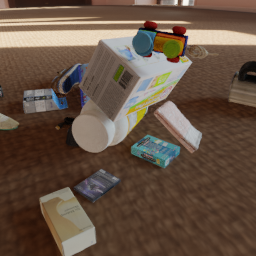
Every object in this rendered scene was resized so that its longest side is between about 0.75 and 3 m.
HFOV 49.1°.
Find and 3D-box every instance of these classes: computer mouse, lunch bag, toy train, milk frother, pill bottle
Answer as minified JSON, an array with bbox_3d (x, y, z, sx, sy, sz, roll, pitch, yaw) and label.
[{"bbox_3d":[-1.945,0.004,9.587,1.214,0.398,1.728,4,30,6],"label":"computer mouse"},{"bbox_3d":[-0.954,-1.719,11.874,2.067,1.292,2.746,-13,41,0],"label":"lunch bag"},{"bbox_3d":[1.014,-1.705,5.887,1.842,0.780,1.066,13,24,9],"label":"toy train"},{"bbox_3d":[5.499,-1.932,11.333,2.097,2.012,2.229,19,37,29],"label":"milk frother"},{"bbox_3d":[-0.519,-0.403,8.955,1.600,1.600,2.837,11,28,19],"label":"pill bottle"}]

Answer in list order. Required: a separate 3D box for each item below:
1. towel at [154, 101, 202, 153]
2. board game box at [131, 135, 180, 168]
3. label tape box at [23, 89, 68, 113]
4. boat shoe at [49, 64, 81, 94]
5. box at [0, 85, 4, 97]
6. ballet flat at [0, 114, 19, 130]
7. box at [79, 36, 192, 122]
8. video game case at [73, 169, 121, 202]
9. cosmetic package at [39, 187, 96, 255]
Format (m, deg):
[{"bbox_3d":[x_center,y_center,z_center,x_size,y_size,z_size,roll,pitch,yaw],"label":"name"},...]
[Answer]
[{"bbox_3d":[1.220,-0.081,6.560,1.249,0.211,1.308,46,23,4],"label":"towel"},{"bbox_3d":[0.837,0.681,8.513,1.188,0.279,0.897,21,36,32],"label":"board game box"},{"bbox_3d":[-3.378,-1.163,11.486,1.680,0.555,1.204,-9,31,-13],"label":"label tape box"},{"bbox_3d":[-2.947,-2.468,13.403,0.931,0.929,2.573,6,30,13],"label":"boat shoe"},{"bbox_3d":[-5.961,-1.606,12.322,0.775,0.482,0.575,-17,34,-27],"label":"box"},{"bbox_3d":[-4.794,-0.287,9.935,1.786,0.557,0.602,3,31,5],"label":"ballet flat"},{"bbox_3d":[0.307,-1.563,8.061,1.466,1.627,2.892,46,40,14],"label":"box"},{"bbox_3d":[-0.794,1.474,7.318,0.730,0.097,1.022,23,38,34],"label":"video game case"},{"bbox_3d":[-1.320,1.972,6.022,0.745,0.503,1.416,-18,34,-29],"label":"cosmetic package"}]
